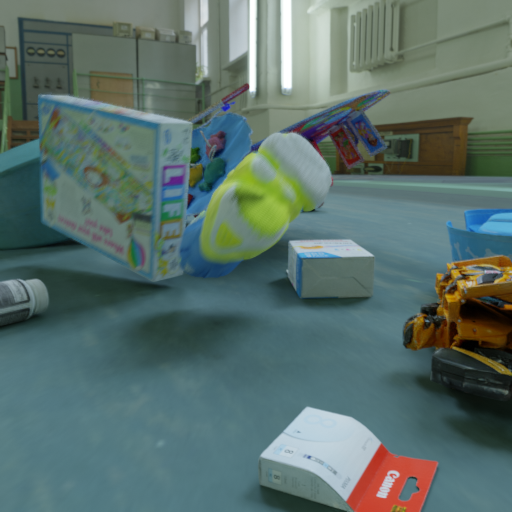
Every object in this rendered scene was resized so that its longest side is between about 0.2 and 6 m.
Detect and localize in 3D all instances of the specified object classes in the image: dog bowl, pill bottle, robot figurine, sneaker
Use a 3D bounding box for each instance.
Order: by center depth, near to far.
[{"bbox_3d":[2.713,0.542,4.241,3.098,0.902,2.246,2,9,12],"label":"robot figurine"},{"bbox_3d":[-2.608,0.491,5.816,0.451,0.451,0.792,7,12,35],"label":"pill bottle"},{"bbox_3d":[-0.095,-0.579,6.556,1.398,1.008,2.661,-35,4,34],"label":"sneaker"},{"bbox_3d":[3.794,-0.081,7.785,1.976,0.879,3.546,5,12,27],"label":"dog bowl"}]

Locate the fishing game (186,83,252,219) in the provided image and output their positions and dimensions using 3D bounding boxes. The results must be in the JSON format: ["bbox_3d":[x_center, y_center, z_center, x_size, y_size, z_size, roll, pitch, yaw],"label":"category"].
[{"bbox_3d":[-1.141,-1.411,9.044,2.543,3.552,0.552,-22,-48,34],"label":"fishing game"}]

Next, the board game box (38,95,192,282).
[{"bbox_3d":[-2.131,-1.085,7.962,3.022,2.032,0.517,22,24,39],"label":"board game box"}]

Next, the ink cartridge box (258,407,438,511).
[{"bbox_3d":[0.520,1.116,3.068,0.823,0.194,0.658,4,11,28],"label":"ink cartridge box"}]

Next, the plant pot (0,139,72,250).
[{"bbox_3d":[-4.331,-1.203,10.929,2.552,1.803,1.804,-23,29,-25],"label":"plant pot"}]

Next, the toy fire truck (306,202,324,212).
[{"bbox_3d":[1.753,-1.822,17.983,1.230,0.899,1.397,10,24,45],"label":"toy fire truck"}]

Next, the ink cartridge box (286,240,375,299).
[{"bbox_3d":[0.936,0.116,7.595,0.932,0.549,1.618,-1,10,-4],"label":"ink cartridge box"}]

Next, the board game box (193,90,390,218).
[{"bbox_3d":[0.253,-1.413,11.863,4.742,1.168,6.001,-29,2,-27],"label":"board game box"}]
